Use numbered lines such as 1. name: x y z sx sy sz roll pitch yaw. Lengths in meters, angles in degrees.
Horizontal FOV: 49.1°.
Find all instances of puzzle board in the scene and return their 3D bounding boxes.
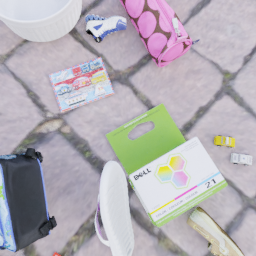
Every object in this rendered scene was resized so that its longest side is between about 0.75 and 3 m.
1. puzzle board: -1.414 -1.339 8.516 1.705 0.148 1.285 -20 78 -4

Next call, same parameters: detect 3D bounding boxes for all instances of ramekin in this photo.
1. ramekin: -2.717 -3.987 8.446 2.811 1.475 2.811 0 77 -1

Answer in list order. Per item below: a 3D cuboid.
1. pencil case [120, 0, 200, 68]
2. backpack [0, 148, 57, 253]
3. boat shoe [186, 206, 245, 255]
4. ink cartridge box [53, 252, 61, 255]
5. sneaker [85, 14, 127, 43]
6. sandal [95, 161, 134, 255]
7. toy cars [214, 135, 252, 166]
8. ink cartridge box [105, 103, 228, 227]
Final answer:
1. pencil case: 0.769 -3.384 8.344 1.356 1.399 2.987 -29 78 -5
2. backpack: -3.087 1.724 6.529 1.705 2.321 2.124 -10 87 -46
3. boat shoe: 2.319 2.942 7.301 0.629 0.701 1.895 -44 78 3
4. ink cartridge box: -1.655 4.225 6.949 1.681 0.366 1.459 28 79 17
5. sneaker: -0.721 -3.039 8.752 1.355 0.547 0.782 7 81 8
6. sandal: -0.433 2.147 6.623 0.718 1.190 2.924 1 114 20
7. toy cars: 3.028 0.629 7.985 0.574 0.283 1.280 -40 80 -8
8. ink cartridge box: 0.880 0.827 7.534 2.088 1.070 2.825 -30 80 -7
